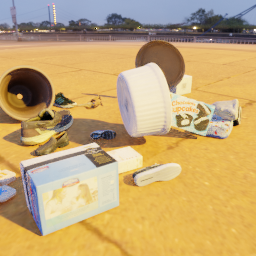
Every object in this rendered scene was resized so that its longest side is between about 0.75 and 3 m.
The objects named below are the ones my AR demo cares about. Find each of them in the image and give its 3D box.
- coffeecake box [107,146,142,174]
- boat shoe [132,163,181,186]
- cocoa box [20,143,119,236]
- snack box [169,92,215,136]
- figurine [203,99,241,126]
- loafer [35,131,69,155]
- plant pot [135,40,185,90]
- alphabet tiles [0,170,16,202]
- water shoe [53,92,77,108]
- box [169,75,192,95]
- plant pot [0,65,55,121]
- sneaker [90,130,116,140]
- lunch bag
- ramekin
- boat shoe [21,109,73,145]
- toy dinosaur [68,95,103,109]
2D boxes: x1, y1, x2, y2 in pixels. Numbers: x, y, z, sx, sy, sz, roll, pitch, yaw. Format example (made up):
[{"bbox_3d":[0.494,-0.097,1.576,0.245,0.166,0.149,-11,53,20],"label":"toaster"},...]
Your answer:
[{"bbox_3d":[-0.213,0.943,8.181,1.023,0.374,0.785,-12,25,-27],"label":"coffeecake box"},{"bbox_3d":[0.753,1.150,7.506,1.356,0.489,0.481,-9,28,-17],"label":"boat shoe"},{"bbox_3d":[-1.253,1.257,6.233,1.836,1.225,1.205,-14,26,-31],"label":"cocoa box"},{"bbox_3d":[1.966,-0.524,9.856,1.896,1.102,0.352,16,7,-2],"label":"snack box"},{"bbox_3d":[3.428,-0.613,11.007,1.752,0.773,1.795,3,-8,27],"label":"figurine"},{"bbox_3d":[-2.496,0.492,9.179,0.475,0.471,1.304,15,27,30],"label":"loafer"},{"bbox_3d":[1.528,-2.957,13.287,2.473,2.473,0.340,9,33,21],"label":"plant pot"},{"bbox_3d":[-4.114,1.600,6.803,2.500,0.187,2.556,12,25,26],"label":"alphabet tiles"},{"bbox_3d":[-3.249,-1.389,13.605,1.686,0.665,0.603,11,24,26],"label":"water shoe"},{"bbox_3d":[2.480,-2.596,16.174,1.263,0.990,2.031,-16,28,-34],"label":"box"},{"bbox_3d":[-4.570,-1.416,12.160,2.307,2.307,2.012,-13,7,-30],"label":"plant pot"},{"bbox_3d":[-0.882,0.194,10.095,0.927,0.363,0.417,0,19,0],"label":"sneaker"},{"bbox_3d":[3.322,-0.103,10.609,1.142,0.539,1.425,9,24,26],"label":"lunch bag"},{"bbox_3d":[0.437,-0.831,9.132,1.158,2.376,2.376,-13,24,-12],"label":"ramekin"},{"bbox_3d":[-2.918,-0.272,10.464,1.047,0.927,2.860,6,23,14],"label":"boat shoe"},{"bbox_3d":[-1.233,-0.729,9.058,0.765,0.435,1.441,-27,-6,14],"label":"toy dinosaur"}]
